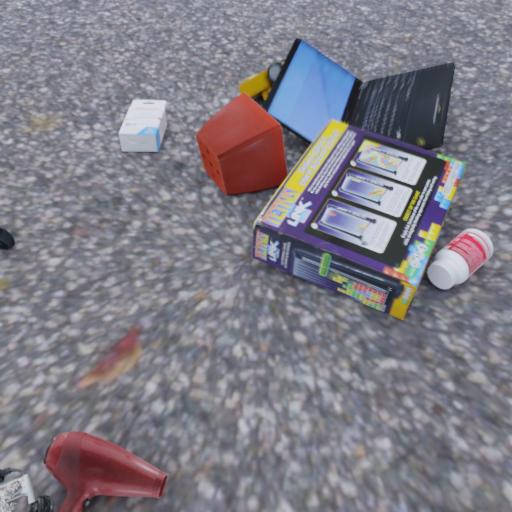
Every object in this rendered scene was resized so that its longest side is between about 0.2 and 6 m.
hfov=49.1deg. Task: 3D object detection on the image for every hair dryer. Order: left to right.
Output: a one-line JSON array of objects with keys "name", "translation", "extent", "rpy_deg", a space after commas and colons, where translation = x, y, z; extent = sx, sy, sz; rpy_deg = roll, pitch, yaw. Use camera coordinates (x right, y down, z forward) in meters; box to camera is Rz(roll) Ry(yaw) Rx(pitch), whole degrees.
[{"name": "hair dryer", "translation": [-2.358, 3.239, 7.172], "extent": [2.513, 0.683, 1.914], "rpy_deg": [-21, 65, -12]}]

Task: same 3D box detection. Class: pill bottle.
[{"name": "pill bottle", "translation": [3.631, 0.073, 10.032], "extent": [1.209, 0.679, 0.679], "rpy_deg": [-34, 55, -28]}]

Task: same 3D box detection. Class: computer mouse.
[{"name": "computer mouse", "translation": [-5.361, -0.562, 10.423], "extent": [1.758, 0.515, 0.299], "rpy_deg": [22, 60, -16]}]

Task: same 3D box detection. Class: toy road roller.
[{"name": "toy road roller", "translation": [0.450, -4.156, 14.053], "extent": [1.548, 1.130, 0.951], "rpy_deg": [-17, 17, 35]}]

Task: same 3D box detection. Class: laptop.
[{"name": "laptop", "translation": [2.407, -3.811, 12.701], "extent": [3.530, 1.823, 3.128], "rpy_deg": [-4, 48, 31]}]

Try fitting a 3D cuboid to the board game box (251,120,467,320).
[{"name": "board game box", "translation": [2.013, -0.869, 10.593], "extent": [2.957, 1.014, 3.577], "rpy_deg": [22, 51, 17]}]

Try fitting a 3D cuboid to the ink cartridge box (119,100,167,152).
[{"name": "ink cartridge box", "translation": [-2.616, -3.077, 13.205], "extent": [0.866, 0.510, 1.504], "rpy_deg": [2, 45, 3]}]

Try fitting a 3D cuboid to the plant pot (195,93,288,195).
[{"name": "plant pot", "translation": [-0.371, -2.192, 11.724], "extent": [1.374, 1.558, 1.559], "rpy_deg": [-27, 51, -14]}]
